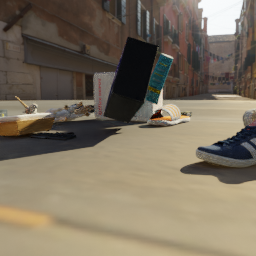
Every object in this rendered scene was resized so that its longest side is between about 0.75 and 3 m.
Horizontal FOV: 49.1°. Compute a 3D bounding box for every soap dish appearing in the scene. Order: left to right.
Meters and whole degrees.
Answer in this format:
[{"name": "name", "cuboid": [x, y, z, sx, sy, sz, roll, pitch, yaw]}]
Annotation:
[{"name": "soap dish", "cuboid": [-2.985, -0.103, 8.141, 1.080, 0.557, 1.373, -3, 5, 32]}]

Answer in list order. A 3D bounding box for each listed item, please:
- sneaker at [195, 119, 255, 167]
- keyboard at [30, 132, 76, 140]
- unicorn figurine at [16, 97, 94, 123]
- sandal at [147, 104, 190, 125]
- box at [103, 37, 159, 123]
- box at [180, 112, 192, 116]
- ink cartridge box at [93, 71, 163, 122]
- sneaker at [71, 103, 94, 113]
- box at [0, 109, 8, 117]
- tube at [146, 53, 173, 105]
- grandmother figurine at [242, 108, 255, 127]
[{"name": "sneaker", "cuboid": [2.179, 0.178, 4.967, 2.063, 0.872, 0.773, -2, 8, -13]}, {"name": "keyboard", "cuboid": [-2.014, 0.196, 7.859, 1.271, 0.131, 0.808, 4, 8, 24]}, {"name": "unicorn figurine", "cuboid": [-2.912, -0.623, 11.620, 1.931, 1.038, 2.812, -6, -13, 39]}, {"name": "sandal", "cuboid": [1.678, -0.579, 11.340, 1.049, 0.785, 2.739, 5, 9, 34]}, {"name": "box", "cuboid": [-0.001, -1.380, 8.989, 1.025, 1.835, 2.601, 14, -14, -7]}, {"name": "box", "cuboid": [2.915, -0.749, 14.964, 0.948, 0.233, 0.764, 2, 4, 16]}, {"name": "ink cartridge box", "cuboid": [0.009, -1.444, 12.648, 2.946, 2.174, 1.261, 5, 10, 28]}, {"name": "sneaker", "cuboid": [-2.797, -1.102, 16.859, 1.627, 0.627, 0.693, 4, -7, -36]}, {"name": "box", "cuboid": [-6.173, -0.428, 11.061, 1.717, 0.555, 2.177, 3, 8, 13]}, {"name": "tube", "cuboid": [1.009, -1.659, 9.519, 0.652, 1.683, 0.424, 27, 24, 13]}, {"name": "grandmother figurine", "cuboid": [4.130, -0.050, 6.988, 1.819, 0.908, 3.000, 7, 6, -23]}]
